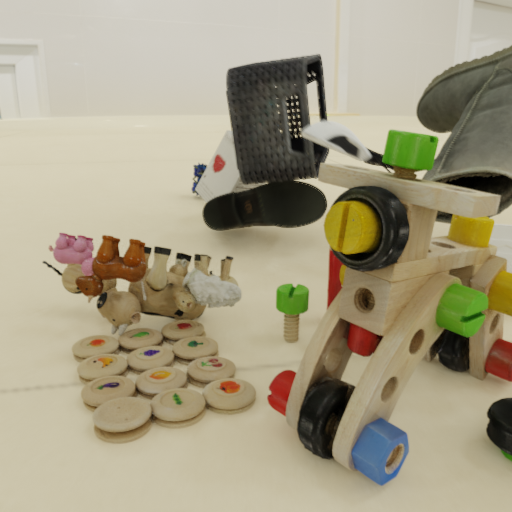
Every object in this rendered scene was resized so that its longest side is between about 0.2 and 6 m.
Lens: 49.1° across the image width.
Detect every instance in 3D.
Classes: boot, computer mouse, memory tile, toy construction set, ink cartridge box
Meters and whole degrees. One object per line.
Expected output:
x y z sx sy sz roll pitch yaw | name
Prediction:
0.066 -0.839 9.598 2.162 0.748 1.882 -4 4 2 | boot
1.253 -1.488 7.414 1.543 0.338 0.846 11 19 -43 | computer mouse
-0.934 1.059 5.249 1.422 0.156 1.855 -8 19 -23 | memory tile
1.196 0.067 4.777 2.536 2.336 3.041 -5 18 -17 | toy construction set
3.245 -1.785 8.834 1.199 3.305 3.005 35 -25 -16 | boot
3.046 0.030 6.988 0.848 0.844 1.156 7 4 21 | ink cartridge box

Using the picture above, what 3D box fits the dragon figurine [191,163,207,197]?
-0.448 -1.578 12.540 1.462 0.865 2.941 -9 19 -28 | dragon figurine

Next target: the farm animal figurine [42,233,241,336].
-1.323 0.371 6.163 1.870 0.986 1.890 10 -4 -25 | farm animal figurine

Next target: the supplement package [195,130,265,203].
-0.383 -1.594 10.957 0.855 1.428 0.866 -4 45 -48 | supplement package

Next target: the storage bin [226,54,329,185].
0.434 -2.195 8.776 1.149 1.657 2.451 -4 20 13 | storage bin
